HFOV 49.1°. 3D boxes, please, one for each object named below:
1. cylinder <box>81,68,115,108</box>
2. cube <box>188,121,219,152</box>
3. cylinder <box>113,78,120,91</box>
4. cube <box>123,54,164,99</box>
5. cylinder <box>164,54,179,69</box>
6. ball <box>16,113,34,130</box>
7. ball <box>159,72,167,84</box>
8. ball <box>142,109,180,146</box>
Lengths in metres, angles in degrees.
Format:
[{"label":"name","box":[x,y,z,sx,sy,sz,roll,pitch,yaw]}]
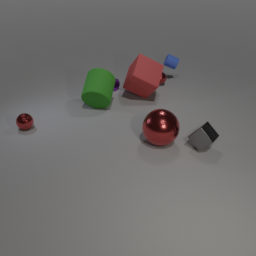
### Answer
[{"label":"cylinder","box":[-1.398,-1.875,13.332,1.400,1.400,1.400,5,62,9]},{"label":"cube","box":[2.784,0.310,10.315,0.700,0.700,0.700,52,42,6]},{"label":"cylinder","box":[-0.936,-2.474,15.601,0.700,0.700,0.700,24,37,36]},{"label":"cube","box":[0.761,-2.588,14.162,1.400,1.400,1.400,23,64,-15]},{"label":"cylinder","box":[2.571,-3.924,16.605,0.700,0.700,0.700,22,29,-7]},{"label":"ball","box":[-4.306,-0.269,11.691,0.700,0.700,0.700,0,29,0]},{"label":"ball","box":[1.878,-2.890,16.162,0.700,0.700,0.700,0,29,0]},{"label":"ball","box":[1.234,-0.022,10.537,1.400,1.400,1.400,0,29,0]}]
